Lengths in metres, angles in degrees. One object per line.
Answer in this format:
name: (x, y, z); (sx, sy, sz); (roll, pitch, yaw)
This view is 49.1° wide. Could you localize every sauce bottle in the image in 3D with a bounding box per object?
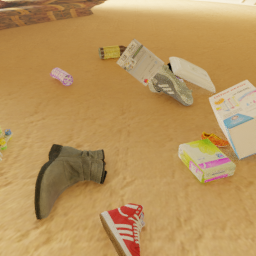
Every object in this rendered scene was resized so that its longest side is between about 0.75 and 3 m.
sauce bottle: (-0.723, -5.102, 18.696); (2.430, 0.786, 0.786); (-9, 34, -14)

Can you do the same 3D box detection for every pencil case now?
pencil case: (-3.629, -2.797, 15.343); (0.673, 0.661, 1.574); (-38, 44, -19)

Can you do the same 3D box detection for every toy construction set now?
toy construction set: (-4.864, 0.743, 9.648); (1.579, 1.110, 2.409); (-9, 24, -14)

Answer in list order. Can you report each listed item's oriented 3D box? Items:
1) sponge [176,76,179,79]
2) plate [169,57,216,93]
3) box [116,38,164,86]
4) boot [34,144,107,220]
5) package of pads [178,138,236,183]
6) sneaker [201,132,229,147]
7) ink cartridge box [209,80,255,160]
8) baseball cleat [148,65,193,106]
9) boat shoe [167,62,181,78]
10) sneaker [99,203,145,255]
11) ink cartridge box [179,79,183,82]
sponge: (2.415, -2.886, 15.910); (0.485, 0.130, 0.869); (-28, 42, -34)
plate: (3.444, -2.963, 14.890); (2.476, 0.400, 2.471); (23, 30, -12)
box: (0.498, -2.663, 11.455); (1.574, 1.227, 0.324); (37, 32, -5)
boot: (-1.625, 1.494, 8.578); (1.921, 0.996, 2.941); (6, 35, -2)
package of pads: (2.587, 1.079, 9.497); (1.270, 0.560, 1.643); (-10, 34, -17)
sneaker: (3.292, 0.433, 10.624); (1.055, 0.407, 0.385); (17, 36, 21)
ink cartridge box: (4.223, -0.441, 10.375); (1.635, 1.593, 2.543); (-26, 32, 12)
baseball cleat: (2.000, -1.972, 13.807); (0.996, 1.521, 2.857); (-17, 65, -41)
boat shoe: (2.782, -3.357, 16.191); (0.591, 0.717, 2.089); (-10, 28, -3)
sneaker: (0.160, 2.650, 6.969); (1.129, 0.715, 2.008); (-19, 36, -21)
ink cartridge box: (2.390, -2.239, 14.641); (1.028, 0.435, 0.743); (1, 33, -1)
